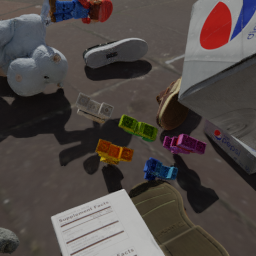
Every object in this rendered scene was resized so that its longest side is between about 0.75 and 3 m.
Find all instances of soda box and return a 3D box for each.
[{"bbox_3d":[2.473,0.257,6.412,0.575,0.535,1.685,-14,40,-18],"label":"soda box"},{"bbox_3d":[1.842,-0.111,2.420,2.992,0.949,1.021,27,60,-27],"label":"soda box"}]

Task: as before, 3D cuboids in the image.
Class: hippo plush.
[{"bbox_3d":[-2.905,-2.061,8.667,2.956,2.354,2.377,-35,78,-21],"label":"hippo plush"}]

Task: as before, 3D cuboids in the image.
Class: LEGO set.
[{"bbox_3d":[0.044,0.400,5.808,2.760,1.133,1.053,22,73,-14],"label":"LEGO set"}]

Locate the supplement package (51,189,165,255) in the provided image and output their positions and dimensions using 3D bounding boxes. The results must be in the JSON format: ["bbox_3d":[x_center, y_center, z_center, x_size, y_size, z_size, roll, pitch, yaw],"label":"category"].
[{"bbox_3d":[-0.104,2.035,3.568,1.128,1.171,2.060,-17,40,-21],"label":"supplement package"}]

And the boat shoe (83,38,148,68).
[{"bbox_3d":[-0.471,-2.824,10.209,2.458,0.844,0.696,-17,40,-17],"label":"boat shoe"}]

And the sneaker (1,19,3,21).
[{"bbox_3d":[-4.609,-3.440,10.444,0.985,1.486,2.611,4,38,5],"label":"sneaker"}]

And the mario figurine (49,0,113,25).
[{"bbox_3d":[-1.365,-3.575,8.218,1.869,0.991,1.154,-8,11,-19],"label":"mario figurine"}]

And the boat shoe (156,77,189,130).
[{"bbox_3d":[1.186,-0.716,7.663,0.781,0.783,2.170,-10,37,41],"label":"boat shoe"}]

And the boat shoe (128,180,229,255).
[{"bbox_3d":[0.632,1.702,4.295,0.925,0.874,2.572,-18,20,-8],"label":"boat shoe"}]

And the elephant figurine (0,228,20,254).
[{"bbox_3d":[-2.898,1.245,4.722,2.069,1.605,1.464,-1,-7,-18],"label":"elephant figurine"}]
